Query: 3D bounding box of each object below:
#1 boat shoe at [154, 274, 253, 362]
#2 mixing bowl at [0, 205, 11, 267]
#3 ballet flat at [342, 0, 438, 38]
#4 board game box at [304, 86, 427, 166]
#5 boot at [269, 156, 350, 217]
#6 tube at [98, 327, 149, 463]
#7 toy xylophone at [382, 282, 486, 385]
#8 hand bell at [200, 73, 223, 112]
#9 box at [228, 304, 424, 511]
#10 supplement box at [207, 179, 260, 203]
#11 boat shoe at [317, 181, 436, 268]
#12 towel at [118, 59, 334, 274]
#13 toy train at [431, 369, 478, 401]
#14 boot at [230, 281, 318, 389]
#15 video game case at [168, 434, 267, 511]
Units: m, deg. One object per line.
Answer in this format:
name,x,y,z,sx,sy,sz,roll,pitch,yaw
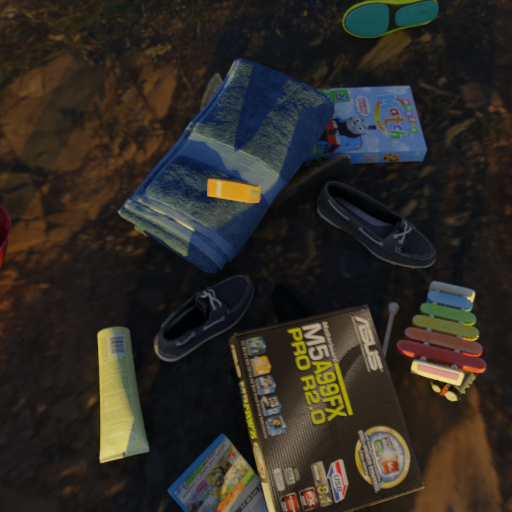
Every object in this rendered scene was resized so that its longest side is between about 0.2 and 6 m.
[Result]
boat shoe,-0.882,1.032,10.308,2.314,0.726,0.841,-38,71,-26
mixing bowl,-5.713,-0.050,10.646,2.195,1.189,2.195,4,47,-4
ballet flat,3.427,-6.352,14.749,2.717,0.908,0.911,-12,39,-10
board game box,2.369,-3.023,12.908,2.668,0.488,2.018,-2,59,-2
boot,1.066,-1.669,11.995,2.054,0.756,0.775,-31,53,-11
tube,-2.405,2.370,9.776,0.580,0.648,2.233,10,55,-38
toy xylophone,3.115,1.363,9.954,1.657,0.569,2.264,7,40,11
hand bell,-0.251,-3.407,13.092,1.892,0.985,0.985,25,62,-1
box,1.054,2.481,8.968,2.407,0.665,3.004,-10,73,-15
supplement box,-0.410,-1.172,10.046,1.007,0.347,0.335,12,13,40
boat shoe,2.424,-0.643,11.351,2.702,0.770,0.903,31,64,17
towel,-0.496,-1.977,11.553,2.556,1.111,4.577,28,70,21
toy train,3.516,2.106,9.870,0.569,0.426,0.999,35,53,22
boot,0.391,1.727,9.900,1.835,0.829,2.240,-29,72,-18
video game case,-0.439,3.739,8.602,1.155,0.144,1.614,-41,103,-24
